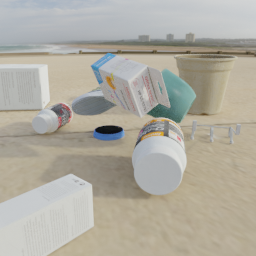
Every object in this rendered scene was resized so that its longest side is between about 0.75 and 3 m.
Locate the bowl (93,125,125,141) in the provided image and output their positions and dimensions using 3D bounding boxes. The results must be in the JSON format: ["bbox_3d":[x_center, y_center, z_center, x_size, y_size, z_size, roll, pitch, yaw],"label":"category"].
[{"bbox_3d":[-0.705,0.153,10.393,1.163,0.228,1.163,0,18,0],"label":"bowl"}]

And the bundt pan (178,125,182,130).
[{"bbox_3d":[1.652,0.058,10.570,0.798,0.299,0.798,-1,19,0],"label":"bundt pan"}]

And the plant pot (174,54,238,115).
[{"bbox_3d":[3.533,-2.084,13.305,2.841,2.601,2.841,0,18,0],"label":"plant pot"}]

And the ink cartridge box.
[{"bbox_3d":[0.036,-1.193,8.020,0.778,1.320,2.293,-40,43,-19],"label":"ink cartridge box"}]

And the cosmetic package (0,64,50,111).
[{"bbox_3d":[-5.428,-2.104,14.165,2.475,2.071,2.059,-1,18,-5],"label":"cosmetic package"}]

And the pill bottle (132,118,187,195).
[{"bbox_3d":[0.814,0.649,7.211,1.328,1.328,2.282,3,19,8],"label":"pill bottle"}]

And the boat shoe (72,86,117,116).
[{"bbox_3d":[-0.869,-1.183,10.611,2.594,0.934,0.805,-16,38,5],"label":"boat shoe"}]

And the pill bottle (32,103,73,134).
[{"bbox_3d":[-2.926,-0.366,10.846,0.922,0.922,1.665,6,21,18],"label":"pill bottle"}]

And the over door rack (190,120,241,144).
[{"bbox_3d":[2.860,0.159,9.450,1.450,0.654,1.962,5,-2,13],"label":"over door rack"}]

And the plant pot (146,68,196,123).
[{"bbox_3d":[1.406,-0.905,9.163,1.311,1.634,1.634,32,27,11],"label":"plant pot"}]

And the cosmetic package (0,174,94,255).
[{"bbox_3d":[-1.538,1.632,4.858,0.681,0.969,1.911,16,24,40],"label":"cosmetic package"}]
